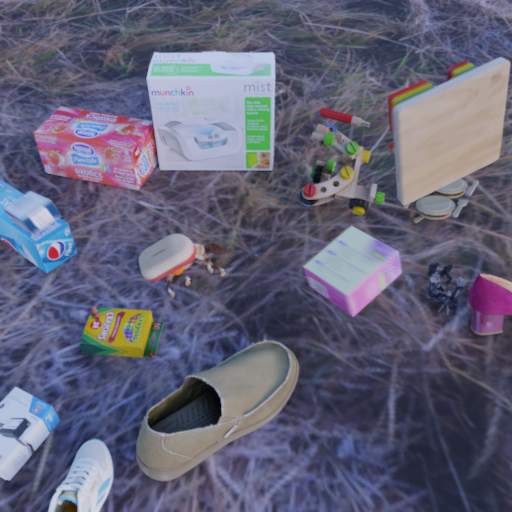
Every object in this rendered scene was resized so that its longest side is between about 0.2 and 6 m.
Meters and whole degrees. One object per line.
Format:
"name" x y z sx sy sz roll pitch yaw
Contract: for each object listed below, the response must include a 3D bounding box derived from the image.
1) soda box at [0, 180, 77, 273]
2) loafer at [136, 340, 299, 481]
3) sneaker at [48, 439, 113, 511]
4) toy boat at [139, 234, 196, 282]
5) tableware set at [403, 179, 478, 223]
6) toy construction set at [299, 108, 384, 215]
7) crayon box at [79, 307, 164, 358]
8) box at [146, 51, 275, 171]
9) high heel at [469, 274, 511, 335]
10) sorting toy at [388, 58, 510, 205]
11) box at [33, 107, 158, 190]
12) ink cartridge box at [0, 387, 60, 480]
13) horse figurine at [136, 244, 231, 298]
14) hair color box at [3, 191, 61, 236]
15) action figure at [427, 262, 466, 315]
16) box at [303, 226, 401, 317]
"soda box" -5.039 -0.698 11.982 2.573 0.873 0.825 30 52 27
"loafer" -0.512 2.288 8.872 3.104 1.047 1.180 -34 54 -29
"sneaker" -2.521 3.386 8.046 0.640 0.676 1.674 2 44 5
"toy boat" -1.041 0.070 6.840 0.712 0.465 0.464 -29 51 8
"tableware set" 4.306 -1.293 12.967 1.227 0.372 1.856 15 40 31
"toy construction set" 2.113 -2.036 12.464 1.831 2.383 1.987 17 56 10
"crayon box" -2.444 1.397 10.273 1.347 0.342 0.855 3 45 3
"box" -0.988 -3.497 13.604 2.883 2.544 1.394 1 45 0
"high heel" 5.124 0.650 10.282 2.532 1.217 0.853 -15 30 -12
"sorting toy" 3.114 -2.147 9.446 1.991 1.979 0.693 -26 47 -6
"box" -3.844 -2.641 13.663 2.592 1.237 1.292 12 46 12
"ink cartridge box" -3.829 2.769 8.793 0.830 0.479 1.144 20 48 19
"horse figurine" -1.397 0.141 11.455 1.768 0.441 1.172 -25 50 -23
"hair color box" -3.081 -0.593 7.687 0.473 0.286 0.946 -40 33 -21
"action figure" 3.665 0.575 10.943 0.676 0.581 1.138 12 43 -3
"box" 1.486 0.218 8.665 1.099 0.531 0.967 -40 45 -17
